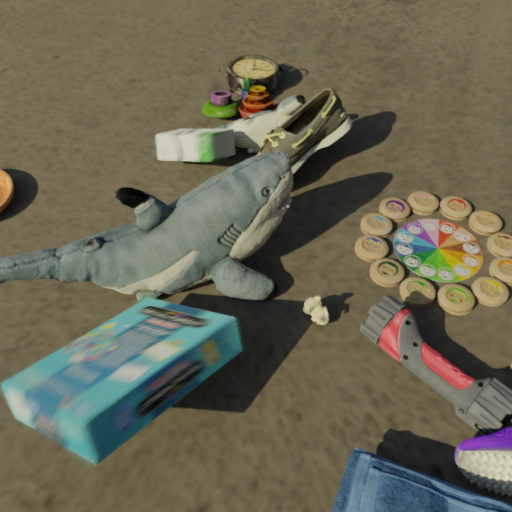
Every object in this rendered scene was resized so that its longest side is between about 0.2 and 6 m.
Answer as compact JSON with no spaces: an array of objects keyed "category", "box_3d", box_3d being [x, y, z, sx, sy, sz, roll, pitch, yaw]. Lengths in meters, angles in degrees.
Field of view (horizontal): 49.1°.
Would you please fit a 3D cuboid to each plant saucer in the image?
[{"category":"plant saucer","box_3d":[-5.244,-1.045,10.266,1.593,0.298,1.593,0,48,0]}]

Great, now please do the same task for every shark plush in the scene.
[{"category":"shark plush","box_3d":[-1.669,-0.486,8.638,4.551,1.895,2.067,-5,47,-5]},{"category":"shark plush","box_3d":[0.001,-2.454,11.514,2.675,1.215,1.114,-18,23,4]}]

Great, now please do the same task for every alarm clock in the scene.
[{"category":"alarm clock","box_3d":[0.087,-4.209,13.022,1.754,0.584,1.183,-19,49,-15]}]

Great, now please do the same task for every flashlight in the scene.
[{"category":"flashlight","box_3d":[2.494,1.431,7.664,0.752,0.749,2.212,-33,54,-30]}]

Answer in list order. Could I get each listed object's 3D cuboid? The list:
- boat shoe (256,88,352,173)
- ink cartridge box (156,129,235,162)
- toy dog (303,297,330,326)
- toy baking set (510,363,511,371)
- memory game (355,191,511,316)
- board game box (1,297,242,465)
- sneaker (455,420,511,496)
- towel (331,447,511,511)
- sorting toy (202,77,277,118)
[{"category":"boat shoe","box_3d":[0.585,-2.108,10.487,2.732,0.817,0.976,-39,32,-13]},{"category":"ink cartridge box","box_3d":[-1.161,-2.130,10.714,1.243,0.516,0.911,6,21,26]},{"category":"toy dog","box_3d":[0.915,0.862,8.395,0.313,0.449,0.435,-44,18,-12]},{"category":"toy baking set","box_3d":[4.969,1.731,7.590,3.533,0.411,2.712,-31,54,-26]},{"category":"memory game","box_3d":[3.114,-0.154,9.511,2.831,0.180,2.831,0,47,0]},{"category":"board game box","box_3d":[-1.622,1.394,7.028,1.780,0.553,2.357,8,28,41]},{"category":"sneaker","box_3d":[3.462,2.288,6.941,2.105,0.732,1.047,-2,33,3]},{"category":"towel","box_3d":[2.262,3.349,5.849,3.116,0.756,1.739,17,50,15]},{"category":"sorting toy","box_3d":[-0.332,-3.400,12.044,1.703,0.699,1.023,12,35,19]}]
